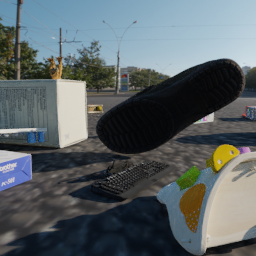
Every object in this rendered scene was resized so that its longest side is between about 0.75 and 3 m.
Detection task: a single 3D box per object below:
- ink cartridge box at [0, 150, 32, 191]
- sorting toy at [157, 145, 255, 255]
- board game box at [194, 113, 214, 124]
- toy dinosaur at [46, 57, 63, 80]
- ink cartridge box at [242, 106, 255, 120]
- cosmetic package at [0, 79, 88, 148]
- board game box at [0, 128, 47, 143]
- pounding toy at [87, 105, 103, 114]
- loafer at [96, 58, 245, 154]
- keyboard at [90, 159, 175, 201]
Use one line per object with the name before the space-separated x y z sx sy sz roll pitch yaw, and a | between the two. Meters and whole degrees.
ink cartridge box | -2.353 0.541 3.995 1.796 0.397 0.844 3 8 25
sorting toy | 0.959 0.634 2.886 1.496 0.799 1.346 -3 -11 -20
board game box | 1.921 -0.536 11.676 1.777 0.452 2.643 -7 10 -38
toy dinosaur | -1.802 -1.354 7.011 0.431 0.759 1.429 -1 -3 -2
ink cartridge box | 5.961 -0.710 12.601 1.158 0.535 2.126 1 9 7
cosmetic package | -2.617 -0.426 6.975 2.979 1.540 1.300 4 9 21
board game box | -3.072 0.232 5.054 2.271 0.294 2.271 -3 0 27
pounding toy | -2.097 -1.215 15.119 1.516 0.870 0.867 -4 4 -26
loafer | 0.753 -0.391 5.470 2.923 1.067 1.038 -23 14 15
keyboard | 0.048 0.599 3.997 0.796 0.303 1.529 5 8 31
